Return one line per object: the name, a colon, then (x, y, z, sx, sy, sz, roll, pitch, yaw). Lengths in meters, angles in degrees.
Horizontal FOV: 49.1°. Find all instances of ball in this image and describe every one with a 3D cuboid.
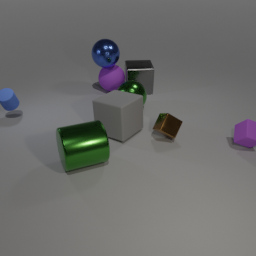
ball: (0.150, -1.448, 12.649, 1.400, 1.400, 1.400, 0, 29, 0)
ball: (-1.101, -3.672, 13.816, 1.400, 1.400, 1.400, 0, 29, 0)
ball: (-0.853, -2.638, 14.727, 1.400, 1.400, 1.400, 0, 29, 0)

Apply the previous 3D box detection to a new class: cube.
cube: (4.220, 0.199, 9.790, 0.700, 0.700, 0.700, 18, 67, -13)
cube: (0.570, -2.683, 14.766, 1.400, 1.400, 1.400, -2, 33, -4)
cube: (1.464, -0.095, 10.415, 0.700, 0.700, 0.700, 28, -6, -18)
cube: (-0.355, -0.522, 10.828, 1.400, 1.400, 1.400, 16, 32, 32)

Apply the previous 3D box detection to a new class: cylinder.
cylinder: (-1.465, 0.549, 8.987, 1.400, 1.400, 1.400, -12, 31, -21)
cylinder: (-5.023, -1.190, 11.746, 0.700, 0.700, 0.700, -1, 58, 2)
